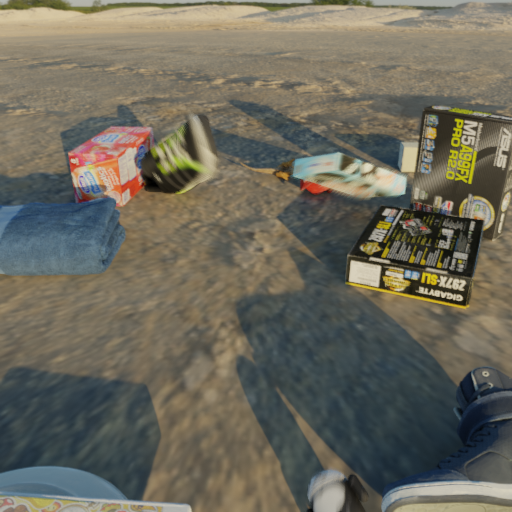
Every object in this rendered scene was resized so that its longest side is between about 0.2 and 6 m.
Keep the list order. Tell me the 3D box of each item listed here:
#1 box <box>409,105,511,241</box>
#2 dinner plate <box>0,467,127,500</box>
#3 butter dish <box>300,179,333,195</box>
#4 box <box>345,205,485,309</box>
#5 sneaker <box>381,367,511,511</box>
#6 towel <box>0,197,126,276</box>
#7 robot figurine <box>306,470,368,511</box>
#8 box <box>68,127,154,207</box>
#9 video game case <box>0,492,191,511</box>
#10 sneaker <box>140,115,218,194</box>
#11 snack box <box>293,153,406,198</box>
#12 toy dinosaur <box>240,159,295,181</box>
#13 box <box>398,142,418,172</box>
[{"bbox_3d":[3.653,-1.488,9.874,1.670,2.085,0.461,24,35,38],"label":"box"},{"bbox_3d":[-1.952,2.393,4.276,2.160,0.262,2.160,1,27,-1],"label":"dinner plate"},{"bbox_3d":[1.393,-1.582,11.761,0.841,0.622,0.839,-37,20,21],"label":"butter dish"},{"bbox_3d":[2.570,-0.090,8.836,1.779,0.550,2.229,9,28,21],"label":"box"},{"bbox_3d":[1.833,1.689,4.928,1.970,0.749,1.423,3,36,-15],"label":"sneaker"},{"bbox_3d":[-3.838,-0.314,9.009,3.175,0.771,1.773,0,28,-1],"label":"towel"},{"bbox_3d":[0.669,2.082,4.630,0.465,0.387,0.620,-12,37,-16],"label":"robot figurine"},{"bbox_3d":[-2.961,-1.948,11.864,1.053,1.099,2.205,4,27,8],"label":"box"},{"bbox_3d":[-1.369,2.340,3.909,1.622,0.186,1.476,2,27,2],"label":"video game case"},{"bbox_3d":[-1.575,-1.725,10.683,1.161,1.006,2.804,-12,-10,-23],"label":"sneaker"},{"bbox_3d":[1.740,-1.452,10.340,1.877,0.348,1.090,11,-5,-37],"label":"snack box"},{"bbox_3d":[0.531,-1.912,12.676,1.650,0.498,0.876,-1,3,-15],"label":"toy dinosaur"},{"bbox_3d":[4.152,-2.300,13.110,1.537,0.632,0.526,3,27,4],"label":"box"}]
